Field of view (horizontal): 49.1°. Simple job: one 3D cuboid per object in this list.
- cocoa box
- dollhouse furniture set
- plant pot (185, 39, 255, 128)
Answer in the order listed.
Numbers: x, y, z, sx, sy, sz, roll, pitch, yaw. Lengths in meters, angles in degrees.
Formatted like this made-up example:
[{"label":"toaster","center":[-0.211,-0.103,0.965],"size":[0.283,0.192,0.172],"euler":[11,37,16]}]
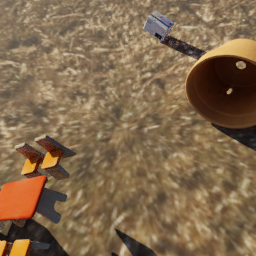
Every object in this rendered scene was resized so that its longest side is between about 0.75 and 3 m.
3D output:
[{"label":"cocoa box","center":[0.998,-3.311,9.103],"size":[0.773,0.515,0.507],"euler":[38,59,8]},{"label":"dollhouse furniture set","center":[-2.189,1.294,4.905],"size":[2.177,1.134,2.201],"euler":[-17,47,34]},{"label":"plant pot","center":[2.636,-1.212,6.868],"size":[2.056,2.056,1.439],"euler":[24,51,16]}]
